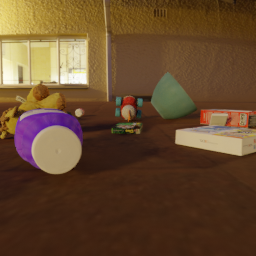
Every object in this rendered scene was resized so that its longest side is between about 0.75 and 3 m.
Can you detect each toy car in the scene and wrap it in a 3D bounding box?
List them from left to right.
[{"bbox_3d":[0.031,-0.734,13.559,1.307,1.254,1.418,5,34,-1],"label":"toy car"}]

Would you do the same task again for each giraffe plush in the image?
[{"bbox_3d":[-2.937,-0.328,8.273,1.915,1.653,1.553,12,31,13],"label":"giraffe plush"}]

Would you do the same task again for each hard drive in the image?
[{"bbox_3d":[3.469,-0.299,10.748,0.582,0.112,0.882,1,-27,10],"label":"hard drive"}]

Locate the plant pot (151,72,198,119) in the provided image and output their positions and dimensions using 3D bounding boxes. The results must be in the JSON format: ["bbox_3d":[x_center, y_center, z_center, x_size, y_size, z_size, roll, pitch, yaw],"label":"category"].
[{"bbox_3d":[2.133,-1.393,14.244,1.625,2.413,2.413,-38,1,9],"label":"plant pot"}]

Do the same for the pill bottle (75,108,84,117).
[{"bbox_3d":[-2.781,-0.883,16.114,0.461,0.461,0.821,0,8,-2],"label":"pill bottle"}]

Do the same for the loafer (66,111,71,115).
[{"bbox_3d":[-3.481,-0.599,13.424,1.607,0.585,0.581,2,12,29],"label":"loafer"}]

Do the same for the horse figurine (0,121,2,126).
[{"bbox_3d":[-5.023,-0.109,9.731,1.093,0.412,1.650,1,-2,-17],"label":"horse figurine"}]

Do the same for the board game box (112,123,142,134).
[{"bbox_3d":[0.015,-0.010,10.012,0.953,0.213,1.819,-2,7,6],"label":"board game box"}]

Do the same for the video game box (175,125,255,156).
[{"bbox_3d":[2.417,0.247,6.958,1.683,0.432,1.847,-9,11,-38],"label":"video game box"}]

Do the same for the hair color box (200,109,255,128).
[{"bbox_3d":[4.197,-0.432,11.582,1.143,0.659,2.061,-5,10,-44],"label":"hair color box"}]

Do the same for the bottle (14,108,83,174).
[{"bbox_3d":[-1.487,0.167,5.302,1.222,0.955,2.925,-4,8,-21],"label":"bottle"}]
